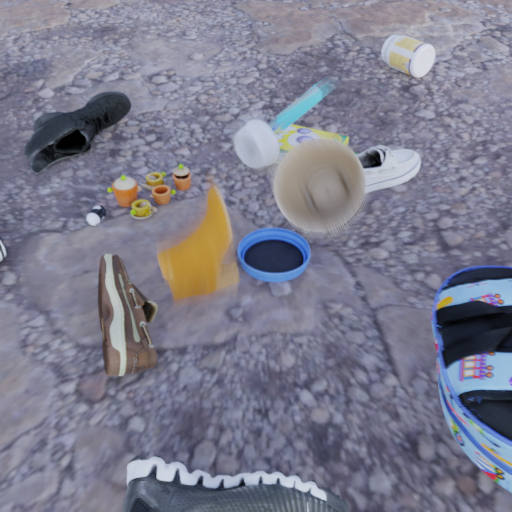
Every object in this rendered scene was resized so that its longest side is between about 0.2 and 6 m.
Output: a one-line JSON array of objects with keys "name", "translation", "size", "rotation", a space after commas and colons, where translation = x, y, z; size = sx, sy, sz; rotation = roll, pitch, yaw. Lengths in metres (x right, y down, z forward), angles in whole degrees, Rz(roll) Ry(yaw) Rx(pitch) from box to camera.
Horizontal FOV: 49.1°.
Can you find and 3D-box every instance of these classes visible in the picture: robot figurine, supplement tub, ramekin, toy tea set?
[{"name": "robot figurine", "translation": [-3.389, -0.856, 11.908], "size": [0.312, 0.376, 0.500], "rotation": [23, 42, 0]}, {"name": "supplement tub", "translation": [4.817, -6.387, 17.833], "size": [1.044, 1.044, 1.436], "rotation": [-26, 47, -27]}, {"name": "ramekin", "translation": [-0.033, -2.601, 13.255], "size": [1.117, 1.117, 0.520], "rotation": [32, 49, 32]}, {"name": "toy tea set", "translation": [-2.319, -1.616, 12.483], "size": [1.131, 0.704, 1.902], "rotation": [26, 47, 28]}]

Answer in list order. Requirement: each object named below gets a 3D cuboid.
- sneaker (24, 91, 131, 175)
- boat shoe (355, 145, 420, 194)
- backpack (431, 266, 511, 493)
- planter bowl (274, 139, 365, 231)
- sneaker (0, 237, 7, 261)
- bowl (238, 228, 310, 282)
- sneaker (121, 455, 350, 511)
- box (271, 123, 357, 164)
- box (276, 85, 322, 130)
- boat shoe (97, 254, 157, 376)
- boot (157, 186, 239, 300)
[{"name": "sneaker", "translation": [-4.416, -3.172, 14.215], "size": [3.102, 0.932, 1.618], "rotation": [-25, 46, -20]}, {"name": "boat shoe", "translation": [2.799, -2.129, 12.971], "size": [2.586, 0.850, 0.930], "rotation": [-18, 44, -20]}, {"name": "backpack", "translation": [4.037, 1.769, 7.036], "size": [3.813, 2.565, 3.481], "rotation": [5, 41, 4]}, {"name": "planter bowl", "translation": [1.317, -1.319, 10.947], "size": [1.721, 1.721, 1.159], "rotation": [14, 4, 16]}, {"name": "sneaker", "translation": [-6.092, -0.255, 10.867], "size": [2.705, 1.021, 1.556], "rotation": [19, 35, 10]}, {"name": "bowl", "translation": [0.345, -0.018, 10.938], "size": [1.413, 0.277, 1.413], "rotation": [0, 40, 0]}, {"name": "sneaker", "translation": [-0.336, 3.248, 6.639], "size": [2.879, 0.957, 1.303], "rotation": [4, 43, 10]}, {"name": "box", "translation": [1.291, -2.626, 13.823], "size": [2.232, 0.540, 1.309], "rotation": [18, 44, 17]}, {"name": "box", "translation": [0.896, -3.095, 11.679], "size": [1.028, 0.253, 0.423], "rotation": [-36, 22, 26]}, {"name": "boat shoe", "translation": [-2.145, 0.955, 9.450], "size": [0.926, 0.924, 2.503], "rotation": [0, 45, -20]}, {"name": "boot", "translation": [-1.096, -0.191, 9.881], "size": [1.351, 1.888, 0.664], "rotation": [-12, 15, -7]}]
